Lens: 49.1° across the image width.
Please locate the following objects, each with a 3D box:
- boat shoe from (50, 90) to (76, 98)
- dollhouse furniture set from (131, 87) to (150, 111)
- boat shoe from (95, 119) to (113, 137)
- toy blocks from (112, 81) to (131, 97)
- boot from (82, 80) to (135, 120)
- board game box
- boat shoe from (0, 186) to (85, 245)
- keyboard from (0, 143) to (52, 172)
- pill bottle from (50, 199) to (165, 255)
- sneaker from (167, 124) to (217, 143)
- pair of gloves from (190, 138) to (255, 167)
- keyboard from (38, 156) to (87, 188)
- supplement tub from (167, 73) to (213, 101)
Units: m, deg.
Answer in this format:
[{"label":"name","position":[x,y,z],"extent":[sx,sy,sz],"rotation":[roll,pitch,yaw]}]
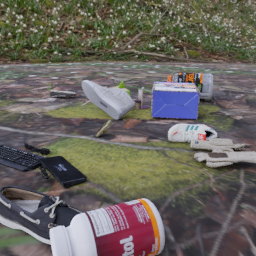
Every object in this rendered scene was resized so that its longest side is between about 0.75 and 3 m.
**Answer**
[{"label":"boat shoe","position":[-4.008,-2.035,17.271],"extent":[1.658,0.473,0.554],"rotation":[6,13,4]},{"label":"dollhouse furniture set","position":[0.263,-1.638,14.663],"extent":[1.212,1.086,1.530],"rotation":[-9,19,-29]},{"label":"boat shoe","position":[-0.836,0.059,10.159],"extent":[0.830,0.316,0.297],"rotation":[-49,16,-19]},{"label":"toy blocks","position":[-0.950,-1.626,14.864],"extent":[1.758,1.285,2.572],"rotation":[-15,18,-9]},{"label":"boot","position":[-0.876,-1.482,12.822],"extent":[2.555,0.940,1.221],"rotation":[42,55,16]},{"label":"board game box","position":[2.201,-1.374,13.372],"extent":[2.075,1.260,2.602],"rotation":[3,17,7]},{"label":"boat shoe","position":[-1.503,1.509,5.065],"extent":[2.084,0.629,0.770],"rotation":[8,19,25]},{"label":"keyboard","position":[-3.206,0.748,8.319],"extent":[2.183,0.225,1.387],"rotation":[11,20,30]},{"label":"pill bottle","position":[-0.315,1.650,4.191],"extent":[1.563,0.883,0.883],"rotation":[-8,19,-22]},{"label":"sneaker","position":[2.188,0.203,9.405],"extent":[1.716,0.604,0.802],"rotation":[-3,11,-19]},{"label":"pair of gloves","position":[2.728,0.720,8.205],"extent":[1.655,0.341,1.946],"rotation":[-2,14,5]},{"label":"keyboard","position":[-1.797,1.091,7.096],"extent":[0.918,0.196,1.528],"rotation":[-5,19,-38]},{"label":"supplement tub","position":[3.604,-2.423,16.426],"extent":[2.558,1.567,1.567],"rotation":[3,17,12]}]
